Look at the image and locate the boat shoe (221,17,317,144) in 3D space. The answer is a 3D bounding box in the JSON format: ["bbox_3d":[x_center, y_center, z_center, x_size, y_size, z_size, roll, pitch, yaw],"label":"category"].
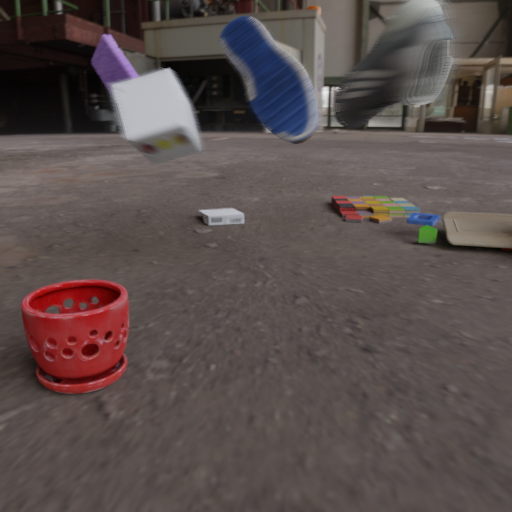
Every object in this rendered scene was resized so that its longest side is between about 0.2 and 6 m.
[{"bbox_3d":[0.332,-2.678,8.806,0.926,2.563,0.927,-30,-27,12],"label":"boat shoe"}]

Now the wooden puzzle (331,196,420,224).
[{"bbox_3d":[2.956,-1.255,14.171,1.870,0.222,3.154,0,16,-1],"label":"wooden puzzle"}]

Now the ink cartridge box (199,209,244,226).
[{"bbox_3d":[-0.834,-0.915,13.015,0.845,0.249,1.055,-5,13,-18],"label":"ink cartridge box"}]

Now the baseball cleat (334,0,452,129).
[{"bbox_3d":[2.444,-3.147,10.465,1.105,1.686,3.168,-5,-26,-20],"label":"baseball cleat"}]

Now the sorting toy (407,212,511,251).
[{"bbox_3d":[4.509,-0.421,10.940,3.057,0.416,1.721,4,21,15],"label":"sorting toy"}]

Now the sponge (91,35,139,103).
[{"bbox_3d":[-2.939,-3.841,11.664,0.205,0.766,1.374,-16,66,-47],"label":"sponge"}]

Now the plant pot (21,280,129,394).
[{"bbox_3d":[-1.760,0.811,5.570,1.001,0.911,1.001,0,15,0],"label":"plant pot"}]

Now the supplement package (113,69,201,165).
[{"bbox_3d":[-1.536,-2.162,8.964,0.931,0.896,1.636,-15,-4,3],"label":"supplement package"}]
